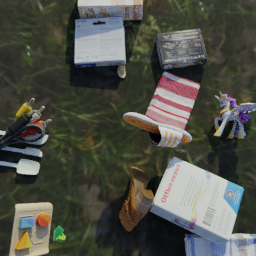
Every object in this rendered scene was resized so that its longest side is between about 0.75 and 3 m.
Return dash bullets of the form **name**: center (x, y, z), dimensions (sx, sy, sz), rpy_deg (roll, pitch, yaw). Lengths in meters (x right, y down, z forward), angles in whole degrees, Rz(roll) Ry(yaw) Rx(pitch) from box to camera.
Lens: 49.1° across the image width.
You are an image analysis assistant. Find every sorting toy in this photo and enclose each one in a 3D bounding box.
- **sorting toy**: center (-2.254, 2.656, 7.385), dimensions (0.261, 1.777, 1.313), rpy_deg (-7, 76, 30)

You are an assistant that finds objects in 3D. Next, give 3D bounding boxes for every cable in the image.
- **cable**: center (-3.996, 0.341, 9.712), dimensions (2.947, 0.742, 1.431), rpy_deg (-39, 84, 0)

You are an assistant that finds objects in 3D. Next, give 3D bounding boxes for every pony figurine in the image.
- **pony figurine**: center (3.702, -0.432, 9.633), dimensions (1.512, 1.305, 1.567), rpy_deg (6, 87, 11)

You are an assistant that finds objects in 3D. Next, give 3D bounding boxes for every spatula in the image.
- **spatula**: center (-3.970, 0.770, 9.669), dimensions (2.136, 0.172, 1.485), rpy_deg (8, 73, 3)

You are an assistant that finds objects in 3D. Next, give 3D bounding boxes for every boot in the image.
- **boot**: center (0.185, 2.206, 8.900), dimensions (0.699, 1.822, 1.415), rpy_deg (18, 113, -26)

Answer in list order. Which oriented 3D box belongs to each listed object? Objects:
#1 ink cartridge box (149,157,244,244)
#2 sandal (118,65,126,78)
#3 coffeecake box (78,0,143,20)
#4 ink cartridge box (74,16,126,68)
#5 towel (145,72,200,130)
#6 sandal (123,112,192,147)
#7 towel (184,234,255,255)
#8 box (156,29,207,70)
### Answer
- **ink cartridge box**: center (2.056, 2.204, 8.639), dimensions (2.357, 0.998, 1.703), rpy_deg (25, 64, 8)
- **sandal**: center (-0.254, -2.313, 10.583), dimensions (0.304, 0.273, 0.830), rpy_deg (-3, 70, 2)
- **coffeecake box**: center (-0.690, -5.375, 11.236), dimensions (2.487, 0.909, 1.909), rpy_deg (-1, 72, 0)
- **ink cartridge box**: center (-1.075, -3.311, 10.779), dimensions (1.904, 0.420, 1.939), rpy_deg (-3, 73, 3)
- **towel**: center (1.642, -0.979, 10.195), dimensions (1.493, 0.236, 2.073), rpy_deg (22, 73, 6)
- **sandal**: center (0.852, 0.214, 8.737), dimensions (2.286, 0.876, 0.655), rpy_deg (20, 70, -10)
- **towel**: center (3.083, 4.235, 8.480), dimensions (2.672, 0.318, 1.962), rpy_deg (-1, 73, 0)
- **box**: center (2.025, -3.025, 10.744), dimensions (1.730, 0.418, 1.370), rpy_deg (-8, 72, -3)
